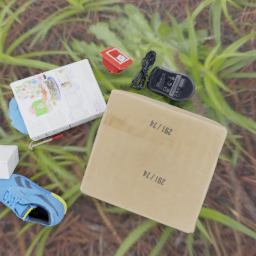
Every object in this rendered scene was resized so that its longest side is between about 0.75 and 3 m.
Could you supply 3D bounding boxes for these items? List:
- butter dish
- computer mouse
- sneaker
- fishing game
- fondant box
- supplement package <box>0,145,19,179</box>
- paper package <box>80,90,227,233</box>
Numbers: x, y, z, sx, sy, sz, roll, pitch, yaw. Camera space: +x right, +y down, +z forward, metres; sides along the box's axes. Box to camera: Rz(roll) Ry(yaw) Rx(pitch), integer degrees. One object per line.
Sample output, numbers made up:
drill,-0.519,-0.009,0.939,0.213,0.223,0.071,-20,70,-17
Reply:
butter dish,-0.376,-1.733,7.567,0.768,0.569,0.770,38,40,7
computer mouse,1.050,-1.285,7.630,1.680,0.443,1.163,29,97,16
sneaker,-2.447,1.636,6.446,2.083,0.817,0.687,22,99,9
fishing game,-2.504,-0.416,7.475,1.312,0.285,1.832,-22,84,-11
fondant box,-1.734,-0.725,7.234,2.033,0.592,1.466,-21,85,-13
supplement package,-2.996,0.804,6.745,0.471,0.787,0.477,3,113,-5
paper package,0.562,0.638,6.221,2.536,1.312,2.417,19,93,6
